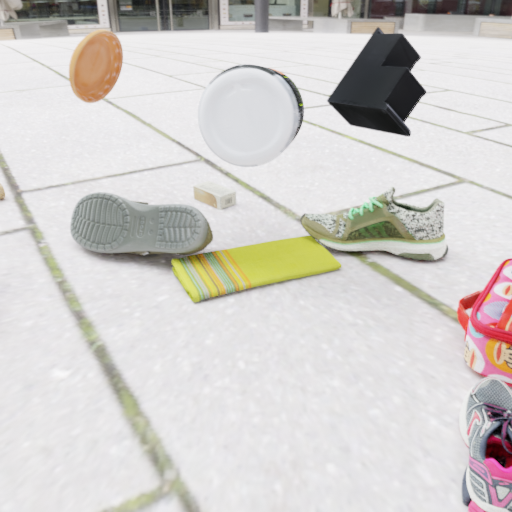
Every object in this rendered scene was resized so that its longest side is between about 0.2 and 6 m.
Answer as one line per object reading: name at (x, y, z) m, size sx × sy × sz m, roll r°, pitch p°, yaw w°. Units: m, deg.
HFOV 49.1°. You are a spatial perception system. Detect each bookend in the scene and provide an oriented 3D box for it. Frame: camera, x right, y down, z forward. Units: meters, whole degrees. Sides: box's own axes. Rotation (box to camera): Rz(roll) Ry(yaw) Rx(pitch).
bookend at (2.243, -2.914, 9.256) m, size 0.731 × 1.588 × 1.578 m, roll 34°, pitch -1°, yaw -34°

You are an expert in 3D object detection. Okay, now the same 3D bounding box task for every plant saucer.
plant saucer at (-3.710, -4.355, 12.838) m, size 0.316 × 1.690 × 1.690 m, roll 28°, pitch 36°, yaw 15°

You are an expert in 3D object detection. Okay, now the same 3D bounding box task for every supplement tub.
supplement tub at (0.017, -2.652, 10.445) m, size 1.697 × 1.697 × 2.769 m, roll 4°, pitch 17°, yaw 8°

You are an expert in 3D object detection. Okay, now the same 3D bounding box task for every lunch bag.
lunch bag at (4.458, 1.013, 8.788) m, size 2.460 × 1.144 × 2.793 m, roll 13°, pitch 30°, yaw 32°

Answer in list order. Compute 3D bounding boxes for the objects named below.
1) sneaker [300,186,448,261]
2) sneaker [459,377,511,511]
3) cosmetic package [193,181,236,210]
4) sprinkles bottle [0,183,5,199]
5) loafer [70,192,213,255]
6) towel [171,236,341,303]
sneaker at (2.519, -0.855, 11.799) m, size 3.136 × 1.390 × 1.206 m, roll 6°, pitch 24°, yaw 8°
sneaker at (2.981, 2.191, 6.802) m, size 0.864 × 0.800 × 2.142 m, roll 8°, pitch 29°, yaw 15°
cosmetic package at (-1.059, -1.543, 14.255) m, size 0.564 × 0.381 × 1.072 m, roll -24°, pitch 36°, yaw -37°
sprinkles bottle at (-7.035, -1.476, 14.041) m, size 0.460 × 0.460 × 1.348 m, roll 24°, pitch 36°, yaw 38°
loafer at (-2.403, -0.515, 11.764) m, size 3.447 × 1.296 × 1.200 m, roll 10°, pitch -7°, yaw 24°
towel at (0.006, 0.223, 11.130) m, size 3.157 × 0.285 × 1.359 m, roll -11°, pitch 35°, yaw -21°
